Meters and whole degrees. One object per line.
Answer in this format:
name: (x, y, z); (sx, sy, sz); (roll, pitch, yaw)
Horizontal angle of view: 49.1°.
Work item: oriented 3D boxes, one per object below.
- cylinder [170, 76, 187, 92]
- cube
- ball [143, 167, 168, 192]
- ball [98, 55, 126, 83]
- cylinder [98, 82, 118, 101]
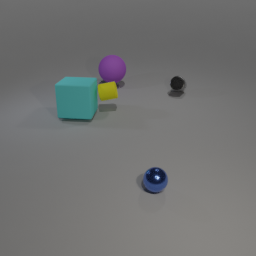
cylinder: (2.426, -2.101, 13.467); (0.700, 0.700, 0.700); (12, 4, 19)
cube: (-2.081, -1.268, 11.601); (1.400, 1.400, 1.400); (3, 23, 5)
ball: (0.767, 1.439, 7.816); (0.700, 0.700, 0.700); (0, 30, 0)
ball: (-0.788, -2.971, 14.136); (1.400, 1.400, 1.400); (0, 30, 0)
cylinder: (-0.832, -1.521, 11.625); (0.700, 0.700, 0.700); (-10, 30, 6)
